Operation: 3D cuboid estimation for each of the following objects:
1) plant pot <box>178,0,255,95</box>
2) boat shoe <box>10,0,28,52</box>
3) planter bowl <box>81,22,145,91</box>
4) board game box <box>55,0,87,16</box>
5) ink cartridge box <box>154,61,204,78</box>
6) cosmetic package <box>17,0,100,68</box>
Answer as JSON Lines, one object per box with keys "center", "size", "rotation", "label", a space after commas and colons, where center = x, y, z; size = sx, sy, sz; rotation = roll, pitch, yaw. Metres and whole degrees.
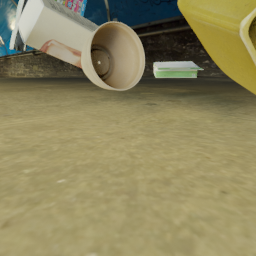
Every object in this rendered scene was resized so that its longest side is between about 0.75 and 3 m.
{"center": [2.391, -2.275, 5.385], "size": [2.365, 2.380, 2.435], "rotation": [36, 5, -42], "label": "plant pot"}
{"center": [-4.081, -4.092, 10.987], "size": [0.687, 2.278, 0.861], "rotation": [10, 37, -28], "label": "boat shoe"}
{"center": [-0.464, -1.526, 6.324], "size": [1.441, 1.441, 0.970], "rotation": [-10, 6, -36], "label": "planter bowl"}
{"center": [-2.235, -4.561, 10.068], "size": [1.433, 1.057, 0.461], "rotation": [5, 13, -45], "label": "board game box"}
{"center": [1.895, -2.214, 10.932], "size": [1.663, 0.548, 2.285], "rotation": [0, 22, 2], "label": "ink cartridge box"}
{"center": [-1.703, -2.772, 8.556], "size": [2.819, 1.230, 1.457], "rotation": [18, 29, -40], "label": "cosmetic package"}
